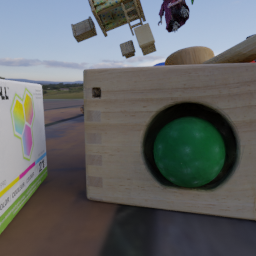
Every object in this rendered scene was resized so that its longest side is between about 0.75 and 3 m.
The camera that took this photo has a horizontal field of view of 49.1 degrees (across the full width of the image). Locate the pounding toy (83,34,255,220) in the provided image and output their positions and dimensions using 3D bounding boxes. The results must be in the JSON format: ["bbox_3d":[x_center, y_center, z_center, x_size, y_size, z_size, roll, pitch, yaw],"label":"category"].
[{"bbox_3d":[0.912,-0.231,2.979,2.384,1.841,2.589,2,7,17],"label":"pounding toy"}]

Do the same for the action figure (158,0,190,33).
[{"bbox_3d":[0.852,-2.430,5.734,0.682,1.018,0.758,-25,-41,14],"label":"action figure"}]

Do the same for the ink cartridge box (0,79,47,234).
[{"bbox_3d":[-1.410,-0.413,2.611,0.866,2.287,1.690,0,7,-3],"label":"ink cartridge box"}]

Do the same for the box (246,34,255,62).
[{"bbox_3d":[3.616,-0.884,6.100,1.717,2.314,1.239,-3,6,-23],"label":"box"}]

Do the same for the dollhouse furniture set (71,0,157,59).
[{"bbox_3d":[-0.375,-1.824,5.090,1.442,1.275,0.802,-19,-25,8],"label":"dollhouse furniture set"}]

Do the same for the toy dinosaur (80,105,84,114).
[{"bbox_3d":[-0.909,-1.358,13.624,1.980,1.490,2.918,-29,13,47],"label":"toy dinosaur"}]

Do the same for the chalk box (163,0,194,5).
[{"bbox_3d":[1.010,-3.185,5.061,1.109,1.792,1.115,-19,-6,3],"label":"chalk box"}]
